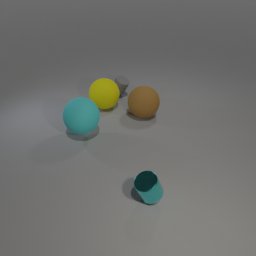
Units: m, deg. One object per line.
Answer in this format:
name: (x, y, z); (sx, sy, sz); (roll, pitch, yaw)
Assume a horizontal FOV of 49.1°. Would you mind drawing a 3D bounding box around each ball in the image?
ball: (0.685, -1.137, 12.199); (1.400, 1.400, 1.400); (0, 32, 0)
ball: (-1.775, -0.464, 10.676); (1.400, 1.400, 1.400); (0, 32, 0)
ball: (-1.090, -1.573, 12.856); (1.400, 1.400, 1.400); (0, 32, 0)

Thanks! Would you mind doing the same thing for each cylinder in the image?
cylinder: (-0.384, -2.127, 13.912); (0.700, 0.700, 0.700); (19, 41, -17)
cylinder: (0.595, 1.692, 7.993); (0.700, 0.700, 0.700); (-14, 44, 14)
